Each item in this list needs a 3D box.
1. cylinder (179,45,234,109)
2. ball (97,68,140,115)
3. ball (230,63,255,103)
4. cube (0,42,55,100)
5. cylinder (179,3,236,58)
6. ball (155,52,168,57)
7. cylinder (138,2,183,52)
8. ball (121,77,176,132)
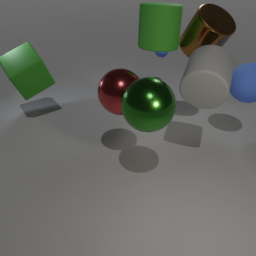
[{"bbox_3d":[2.378,-1.530,8.412,1.400,1.400,1.400,11,49,18],"label":"cylinder"},{"bbox_3d":[-0.221,-1.088,8.456,1.400,1.400,1.400,0,31,0],"label":"ball"},{"bbox_3d":[4.274,-1.585,9.881,1.400,1.400,1.400,0,31,0],"label":"ball"},{"bbox_3d":[-4.044,-2.276,11.235,1.400,1.400,1.400,-34,58,-11],"label":"cube"},{"bbox_3d":[2.666,-3.202,9.548,1.400,1.400,1.400,9,60,-16],"label":"cylinder"},{"bbox_3d":[1.743,-4.005,14.467,0.700,0.700,0.700,0,31,0],"label":"ball"},{"bbox_3d":[1.061,-3.404,9.403,1.400,1.400,1.400,2,27,-1],"label":"cylinder"},{"bbox_3d":[0.521,-0.587,7.143,1.400,1.400,1.400,0,31,0],"label":"ball"}]
